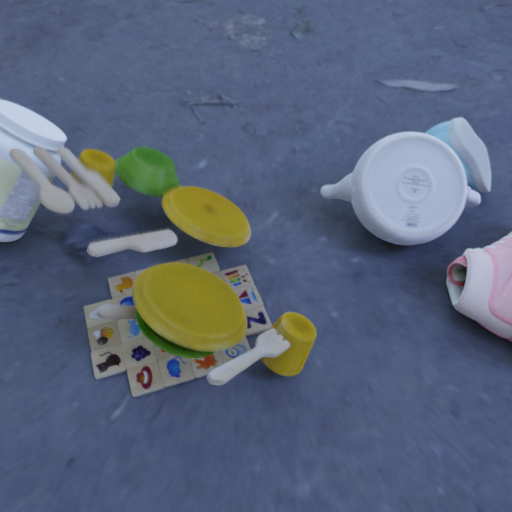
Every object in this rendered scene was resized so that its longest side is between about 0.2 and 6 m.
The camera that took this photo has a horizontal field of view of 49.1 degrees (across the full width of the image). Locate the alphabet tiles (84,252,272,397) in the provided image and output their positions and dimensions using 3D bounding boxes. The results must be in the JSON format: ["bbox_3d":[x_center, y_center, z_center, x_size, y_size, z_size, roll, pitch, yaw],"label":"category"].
[{"bbox_3d":[-1.100,0.856,7.754,2.412,0.076,2.007,-14,50,-13],"label":"alphabet tiles"}]

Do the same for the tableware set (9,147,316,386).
[{"bbox_3d":[-1.044,-0.061,7.473,4.434,0.680,2.987,42,33,23],"label":"tableware set"}]

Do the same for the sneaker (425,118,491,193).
[{"bbox_3d":[3.247,-1.582,9.023,0.713,1.741,0.643,-5,57,40],"label":"sneaker"}]

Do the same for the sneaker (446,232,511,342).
[{"bbox_3d":[3.483,0.019,7.926,1.273,0.916,2.435,23,56,13],"label":"sneaker"}]

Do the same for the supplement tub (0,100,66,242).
[{"bbox_3d":[-3.690,-1.234,8.227,1.276,1.761,1.276,31,14,-9],"label":"supplement tub"}]

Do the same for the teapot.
[{"bbox_3d":[2.266,-0.968,8.612,1.791,1.325,1.814,-41,88,-4],"label":"teapot"}]
